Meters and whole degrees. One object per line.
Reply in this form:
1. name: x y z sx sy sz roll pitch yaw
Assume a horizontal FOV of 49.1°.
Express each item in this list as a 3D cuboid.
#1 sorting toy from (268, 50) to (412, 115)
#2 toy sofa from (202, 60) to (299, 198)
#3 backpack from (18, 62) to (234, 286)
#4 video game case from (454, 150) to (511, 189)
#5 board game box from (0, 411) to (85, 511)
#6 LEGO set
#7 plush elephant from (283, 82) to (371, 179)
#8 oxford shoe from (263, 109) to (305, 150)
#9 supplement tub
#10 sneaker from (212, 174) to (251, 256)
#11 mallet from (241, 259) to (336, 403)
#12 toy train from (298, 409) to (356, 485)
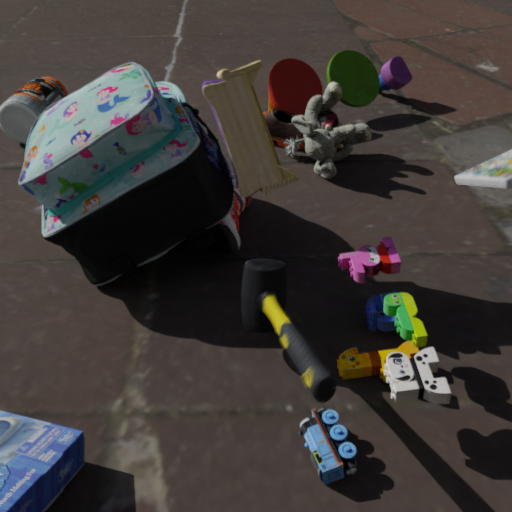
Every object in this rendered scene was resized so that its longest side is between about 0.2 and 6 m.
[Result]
1. sorting toy: 1.960 -4.273 14.516 4.302 1.492 1.482 -17 -3 -25
2. toy sofa: -0.110 -1.930 8.658 0.957 1.962 0.813 -21 18 1
3. backpack: -2.277 -1.641 9.778 3.183 2.700 3.586 -29 33 7
4. video game case: 3.551 -1.248 7.521 1.276 0.154 1.399 -25 11 -1
5. board game box: -3.570 2.425 5.802 2.531 0.552 2.543 9 17 11
6. LEGO set: 1.653 1.093 7.828 1.138 1.058 2.773 -8 42 1
7. plush elephant: 1.521 -2.572 12.027 1.920 1.581 1.487 -31 25 7
8. oxford shoe: 0.271 -3.175 13.308 2.177 0.789 0.775 15 41 18
9. supplement tub: -5.323 -3.581 13.563 1.113 1.113 1.817 4 39 6
10. sneaker: -0.513 -0.896 10.503 1.183 0.737 2.208 -21 40 -20
11. mallet: 0.332 1.011 6.822 0.630 1.008 3.061 -1 23 -12
12. toy train: 0.865 2.287 6.825 0.527 0.400 0.922 -16 41 -10
